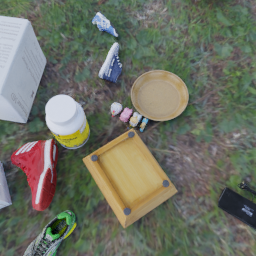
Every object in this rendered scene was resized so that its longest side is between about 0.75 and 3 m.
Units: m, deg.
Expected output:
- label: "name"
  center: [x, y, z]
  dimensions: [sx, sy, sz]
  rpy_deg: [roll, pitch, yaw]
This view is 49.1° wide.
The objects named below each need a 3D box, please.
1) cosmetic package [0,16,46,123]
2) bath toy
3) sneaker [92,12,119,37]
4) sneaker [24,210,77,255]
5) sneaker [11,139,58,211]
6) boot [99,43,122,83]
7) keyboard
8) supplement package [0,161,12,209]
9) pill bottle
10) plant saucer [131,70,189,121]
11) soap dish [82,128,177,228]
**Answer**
- label: "cosmetic package"
  center: [-4.793, -2.113, 10.179]
  dimensions: [2.458, 2.473, 2.956]
  rpy_deg: [9, 69, 3]
- label: "bath toy"
  center: [-0.016, -0.424, 10.568]
  dimensions: [1.514, 0.658, 0.560]
  rpy_deg: [28, 106, 11]
- label: "sneaker"
  center: [-0.965, -4.420, 12.247]
  dimensions: [0.570, 0.560, 1.480]
  rpy_deg: [-44, 70, 1]
- label: "sneaker"
  center: [-2.542, 3.515, 8.699]
  dimensions: [0.890, 0.972, 2.282]
  rpy_deg: [32, 72, 12]
- label: "sneaker"
  center: [-3.274, 1.592, 9.598]
  dimensions: [1.455, 0.987, 2.520]
  rpy_deg: [-4, 54, 7]
- label: "boot"
  center: [-0.528, -2.655, 11.493]
  dimensions: [0.759, 0.612, 1.681]
  rpy_deg: [23, 77, 2]
- label: "keyboard"
  center: [4.122, 2.620, 9.492]
  dimensions: [1.952, 0.201, 1.240]
  rpy_deg: [31, 77, 11]
- label: "supplement package"
  center: [-4.800, 1.715, 8.812]
  dimensions: [1.172, 2.113, 1.646]
  rpy_deg: [-21, 69, -8]
- label: "pill bottle"
  center: [-2.046, -0.188, 9.529]
  dimensions: [1.254, 2.230, 1.254]
  rpy_deg: [0, 68, 0]
- label: "plant saucer"
  center: [1.219, -1.220, 10.946]
  dimensions: [2.218, 0.393, 2.218]
  rpy_deg: [0, 67, 0]
- label: "soap dish"
  center: [0.039, 1.542, 9.422]
  dimensions: [2.169, 1.120, 2.757]
  rpy_deg: [-31, 73, -12]
